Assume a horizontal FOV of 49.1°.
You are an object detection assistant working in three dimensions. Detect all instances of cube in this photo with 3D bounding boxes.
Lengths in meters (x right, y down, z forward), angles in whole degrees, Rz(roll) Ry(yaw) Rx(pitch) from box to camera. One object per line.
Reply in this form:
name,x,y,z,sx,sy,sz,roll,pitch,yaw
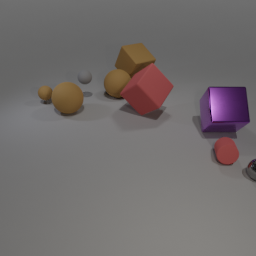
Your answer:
cube,0.809,-1.632,12.062,1.400,1.400,1.400,-20,30,56
cube,0.367,-3.513,15.052,1.400,1.400,1.400,-21,64,-34
cube,3.631,-0.674,10.715,1.400,1.400,1.400,0,-15,0

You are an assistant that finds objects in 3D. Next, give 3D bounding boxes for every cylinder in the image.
cylinder,3.279,0.752,9.351,0.700,0.700,0.700,5,21,8

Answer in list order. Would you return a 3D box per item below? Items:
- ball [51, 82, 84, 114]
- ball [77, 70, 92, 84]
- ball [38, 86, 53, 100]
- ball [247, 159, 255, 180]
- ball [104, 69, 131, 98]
ball,-2.680,-1.339,12.450,1.400,1.400,1.400,0,29,0
ball,-2.090,-2.462,13.547,0.700,0.700,0.700,0,29,0
ball,-3.938,-1.671,13.363,0.700,0.700,0.700,0,29,0
ball,4.021,1.277,8.567,0.700,0.700,0.700,0,29,0
ball,-0.509,-2.229,14.013,1.400,1.400,1.400,0,29,0
